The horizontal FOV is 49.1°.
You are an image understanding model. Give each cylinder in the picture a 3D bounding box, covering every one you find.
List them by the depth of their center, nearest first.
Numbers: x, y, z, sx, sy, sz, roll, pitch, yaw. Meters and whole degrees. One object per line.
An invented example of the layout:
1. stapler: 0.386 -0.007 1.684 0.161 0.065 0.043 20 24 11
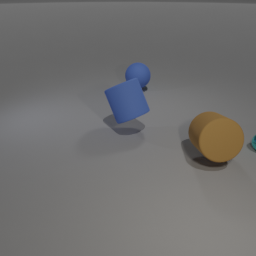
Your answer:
1. cylinder: 2.823 0.247 9.148 1.400 1.400 1.400 -1 12 -2
2. cylinder: -0.033 -1.063 11.002 1.400 1.400 1.400 -22 6 3

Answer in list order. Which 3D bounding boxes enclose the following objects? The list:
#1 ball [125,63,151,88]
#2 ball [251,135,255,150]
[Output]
1. ball: 0.544 -2.889 15.437 1.400 1.400 1.400 0 28 0
2. ball: 4.827 0.520 10.084 0.700 0.700 0.700 0 28 0
